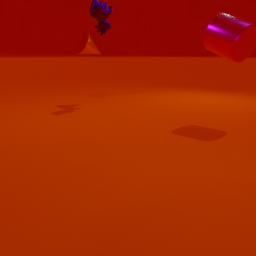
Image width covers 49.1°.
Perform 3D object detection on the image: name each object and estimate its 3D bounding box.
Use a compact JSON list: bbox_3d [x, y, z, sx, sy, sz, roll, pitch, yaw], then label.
[{"bbox_3d":[3.149,-2.754,8.604,1.161,1.161,1.161,-12,38,-35],"label":"cylinder"},{"bbox_3d":[-1.610,-3.546,12.540,1.029,1.025,1.025,23,0,-36],"label":"cone"},{"bbox_3d":[-1.166,-4.551,11.612,0.713,1.278,1.299,42,25,27],"label":"cow figurine"}]
